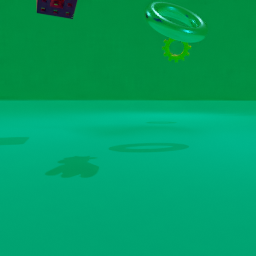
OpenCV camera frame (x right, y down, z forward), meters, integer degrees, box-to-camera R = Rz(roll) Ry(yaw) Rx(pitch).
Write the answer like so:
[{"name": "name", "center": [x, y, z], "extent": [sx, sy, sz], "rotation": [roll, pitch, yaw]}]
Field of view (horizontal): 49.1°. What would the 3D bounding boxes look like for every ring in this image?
[{"name": "ring", "center": [1.035, -2.295, 6.023], "extent": [1.447, 0.289, 1.447], "rotation": [12, 42, -11]}]

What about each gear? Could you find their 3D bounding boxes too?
[{"name": "gear", "center": [1.945, -3.211, 11.217], "extent": [1.127, 1.127, 0.208], "rotation": [1, 18, 7]}]

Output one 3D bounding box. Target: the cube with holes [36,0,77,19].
[{"name": "cube with holes", "center": [-1.798, -3.519, 7.088], "extent": [0.928, 0.928, 0.928], "rotation": [2, -23, -21]}]
